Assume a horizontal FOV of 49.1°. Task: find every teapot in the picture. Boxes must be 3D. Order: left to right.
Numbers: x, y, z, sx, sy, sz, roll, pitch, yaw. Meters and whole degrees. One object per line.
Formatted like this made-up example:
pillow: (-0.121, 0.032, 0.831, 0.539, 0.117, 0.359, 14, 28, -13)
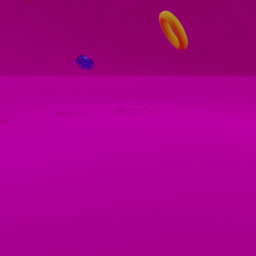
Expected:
teapot: (-1.678, -2.495, 10.751, 0.655, 0.516, 1.054, 37, 15, 30)

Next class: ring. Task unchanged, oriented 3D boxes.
ring: (1.744, -3.740, 10.817, 0.327, 1.636, 1.636, -34, 13, 1)

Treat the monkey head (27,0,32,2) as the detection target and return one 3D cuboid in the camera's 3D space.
monkey head: (-2.710, -4.282, 8.150, 1.109, 0.929, 1.542, -17, 16, -3)
